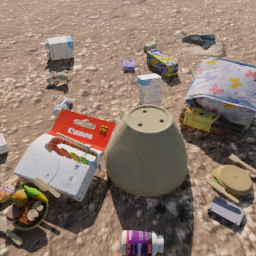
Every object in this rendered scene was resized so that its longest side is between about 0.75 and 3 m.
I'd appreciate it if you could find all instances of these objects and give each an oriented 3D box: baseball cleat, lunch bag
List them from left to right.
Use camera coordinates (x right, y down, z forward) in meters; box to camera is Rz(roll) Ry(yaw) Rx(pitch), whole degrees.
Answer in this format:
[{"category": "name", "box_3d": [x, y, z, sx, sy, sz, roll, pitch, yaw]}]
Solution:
[{"category": "baseball cleat", "box_3d": [2.303, -2.801, 9.127, 1.071, 0.374, 0.570, -5, 77, 14]}, {"category": "lunch bag", "box_3d": [4.045, -1.560, 11.794, 2.777, 1.766, 2.355, 19, 62, 13]}]

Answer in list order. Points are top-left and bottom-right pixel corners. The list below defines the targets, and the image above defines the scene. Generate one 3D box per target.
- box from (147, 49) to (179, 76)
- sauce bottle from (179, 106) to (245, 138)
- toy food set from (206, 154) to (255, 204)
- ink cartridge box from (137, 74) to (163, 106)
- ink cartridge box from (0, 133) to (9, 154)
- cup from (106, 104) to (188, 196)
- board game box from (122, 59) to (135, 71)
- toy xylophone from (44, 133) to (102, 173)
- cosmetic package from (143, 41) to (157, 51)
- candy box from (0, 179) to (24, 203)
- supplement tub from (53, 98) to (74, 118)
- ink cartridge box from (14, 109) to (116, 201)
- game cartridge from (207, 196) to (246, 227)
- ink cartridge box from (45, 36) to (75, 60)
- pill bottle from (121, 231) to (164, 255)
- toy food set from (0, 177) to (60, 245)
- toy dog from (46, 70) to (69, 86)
[{"category": "box", "box_3d": [1.858, -3.616, 15.359, 0.718, 0.659, 2.050, -21, 45, -22]}, {"category": "sauce bottle", "box_3d": [3.342, -0.236, 11.251, 2.493, 0.823, 0.823, 17, 43, 19]}, {"category": "toy food set", "box_3d": [3.470, 1.734, 9.314, 1.316, 0.383, 1.906, 37, 47, 26]}, {"category": "ink cartridge box", "box_3d": [0.980, -1.626, 12.550, 0.897, 1.395, 0.874, -9, 23, -10]}, {"category": "ink cartridge box", "box_3d": [-5.049, 0.696, 10.427, 0.967, 0.415, 0.708, -21, 45, -25]}, {"category": "cup", "box_3d": [0.666, 0.464, 9.412, 2.923, 2.091, 2.923, 0, 40, 0]}, {"category": "board game box", "box_3d": [0.021, -3.531, 15.601, 0.654, 0.218, 0.972, -1, 40, -1]}, {"category": "toy xylophone", "box_3d": [-1.237, 0.547, 6.439, 1.436, 1.051, 0.361, 18, 71, 14]}, {"category": "cosmetic package", "box_3d": [1.364, -5.056, 17.315, 0.792, 0.346, 0.409, -30, 48, -30]}, {"category": "candy box", "box_3d": [-3.814, 2.022, 9.014, 0.766, 0.216, 0.447, -29, 47, -32]}, {"category": "supplement tub", "box_3d": [-2.797, -0.847, 12.096, 0.625, 0.625, 0.891, 11, 41, 13]}, {"category": "ink cartridge box", "box_3d": [-2.038, 0.669, 9.475, 2.372, 0.700, 2.963, 15, 66, 18]}, {"category": "game cartridge", "box_3d": [2.982, 2.507, 8.482, 0.976, 0.187, 0.633, 26, 42, 27]}, {"category": "ink cartridge box", "box_3d": [-4.008, -4.679, 16.352, 1.549, 0.996, 0.970, -11, 41, -14]}, {"category": "pill bottle", "box_3d": [0.378, 3.071, 7.451, 1.098, 0.618, 0.618, 1, 40, 1]}, {"category": "toy food set", "box_3d": [-2.922, 2.320, 8.072, 1.234, 0.359, 1.787, 27, 66, 22]}, {"category": "toy dog", "box_3d": [-3.480, -2.484, 14.240, 1.189, 0.573, 0.784, -2, 46, 18]}]
